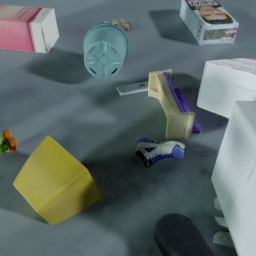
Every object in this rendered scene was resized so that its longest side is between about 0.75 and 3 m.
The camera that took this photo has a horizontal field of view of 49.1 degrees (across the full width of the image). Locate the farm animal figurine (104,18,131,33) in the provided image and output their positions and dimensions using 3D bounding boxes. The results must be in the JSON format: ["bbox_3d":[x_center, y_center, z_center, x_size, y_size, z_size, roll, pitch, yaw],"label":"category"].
[{"bbox_3d":[-0.430,-4.232,11.402,0.928,0.484,0.918,-17,47,-16],"label":"farm animal figurine"}]

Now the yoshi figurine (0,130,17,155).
[{"bbox_3d":[-3.248,0.330,6.285,1.305,0.733,0.731,-16,81,-39],"label":"yoshi figurine"}]

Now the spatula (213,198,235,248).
[{"bbox_3d":[2.380,1.895,5.407,1.420,0.114,0.988,9,44,10],"label":"spatula"}]

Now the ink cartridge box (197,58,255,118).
[{"bbox_3d":[3.213,-0.930,6.789,1.937,1.128,2.676,26,29,35],"label":"ink cartridge box"}]

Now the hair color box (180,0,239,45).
[{"bbox_3d":[3.170,-4.402,11.317,1.377,0.843,2.781,-6,45,-6],"label":"hair color box"}]

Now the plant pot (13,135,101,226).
[{"bbox_3d":[-1.435,1.125,5.488,1.238,1.238,1.092,34,65,30],"label":"plant pot"}]

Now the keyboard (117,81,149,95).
[{"bbox_3d":[0.452,-1.288,8.702,1.562,0.083,0.440,-12,41,-12],"label":"keyboard"}]

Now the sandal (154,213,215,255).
[{"bbox_3d":[1.219,2.613,4.443,1.049,0.591,2.760,-3,34,-13],"label":"sandal"}]

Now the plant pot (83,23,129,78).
[{"bbox_3d":[-0.695,-2.251,8.461,1.475,1.475,1.444,-1,31,-1],"label":"plant pot"}]

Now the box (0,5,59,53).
[{"bbox_3d":[-3.849,-3.660,10.316,2.149,1.171,1.374,6,45,6],"label":"box"}]

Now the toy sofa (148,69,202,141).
[{"bbox_3d":[1.251,-0.688,7.521,1.000,0.848,2.049,-8,45,-6],"label":"toy sofa"}]

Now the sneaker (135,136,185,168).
[{"bbox_3d":[0.681,0.637,6.486,1.196,0.483,0.691,9,48,19],"label":"sneaker"}]

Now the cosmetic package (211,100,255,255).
[{"bbox_3d":[2.848,1.014,4.623,2.050,2.037,2.450,2,36,-2],"label":"cosmetic package"}]
